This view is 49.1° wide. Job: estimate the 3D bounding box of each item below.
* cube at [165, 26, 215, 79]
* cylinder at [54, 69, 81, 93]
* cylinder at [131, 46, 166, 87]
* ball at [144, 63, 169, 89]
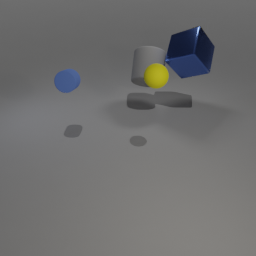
[{"bbox_3d":[2.616,-3.125,11.785,1.400,1.400,1.400,-3,63,43],"label":"cube"},{"bbox_3d":[-1.950,-1.535,9.071,0.700,0.700,0.700,1,17,2],"label":"cylinder"},{"bbox_3d":[0.895,-2.639,12.227,1.400,1.400,1.400,6,-7,1],"label":"cylinder"},{"bbox_3d":[0.794,-1.463,7.897,0.700,0.700,0.700,0,31,0],"label":"ball"}]
